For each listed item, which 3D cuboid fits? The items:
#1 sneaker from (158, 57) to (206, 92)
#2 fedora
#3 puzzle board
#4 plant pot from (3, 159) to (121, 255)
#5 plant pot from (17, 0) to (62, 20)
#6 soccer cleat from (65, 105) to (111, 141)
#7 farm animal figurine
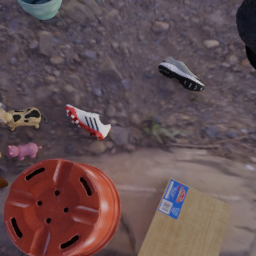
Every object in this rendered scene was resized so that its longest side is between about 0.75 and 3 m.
[{"bbox_3d":[1.816,-1.769,9.029,1.660,0.613,0.658,35,71,10],"label":"sneaker"},{"bbox_3d":[3.339,-2.406,6.356,1.206,2.642,2.642,10,71,-23],"label":"fedora"},{"bbox_3d":[1.549,2.823,7.509,1.908,0.220,2.532,24,60,8],"label":"puzzle board"},{"bbox_3d":[-1.518,1.934,6.807,2.676,2.602,2.676,0,72,0],"label":"plant pot"},{"bbox_3d":[-2.970,-4.434,9.584,1.602,1.074,1.602,1,69,-2],"label":"plant pot"},{"bbox_3d":[-1.240,-0.273,8.625,1.558,0.535,0.664,38,67,8],"label":"soccer cleat"},{"bbox_3d":[-3.840,0.304,7.488,2.786,1.469,2.818,24,64,-9],"label":"farm animal figurine"}]
